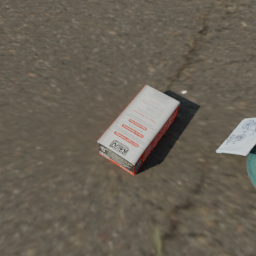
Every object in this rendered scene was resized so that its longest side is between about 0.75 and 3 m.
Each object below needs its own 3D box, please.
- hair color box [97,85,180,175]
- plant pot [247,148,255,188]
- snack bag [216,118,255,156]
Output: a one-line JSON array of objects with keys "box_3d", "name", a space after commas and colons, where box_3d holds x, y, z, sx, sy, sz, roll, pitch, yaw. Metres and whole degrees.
[{"box_3d": [0.322, -0.012, 7.375, 1.138, 0.687, 2.242, 31, 62, 17], "name": "hair color box"}, {"box_3d": [3.795, 0.672, 6.116, 1.670, 1.636, 1.670, 6, 53, -8], "name": "plant pot"}, {"box_3d": [2.872, 0.202, 6.783, 1.289, 1.215, 0.138, -45, 101, -12], "name": "snack bag"}]
